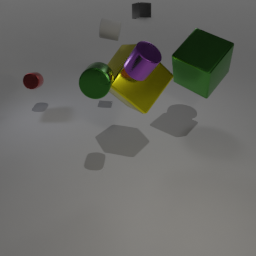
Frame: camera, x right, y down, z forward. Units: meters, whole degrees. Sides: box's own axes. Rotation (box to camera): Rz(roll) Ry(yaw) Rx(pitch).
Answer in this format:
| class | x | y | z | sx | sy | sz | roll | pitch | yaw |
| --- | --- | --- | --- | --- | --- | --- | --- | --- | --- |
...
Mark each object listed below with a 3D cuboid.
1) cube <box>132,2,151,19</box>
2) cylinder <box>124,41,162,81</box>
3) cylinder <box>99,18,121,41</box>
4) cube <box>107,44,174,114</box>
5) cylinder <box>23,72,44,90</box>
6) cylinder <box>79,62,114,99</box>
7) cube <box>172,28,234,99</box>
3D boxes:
| class | x | y | z | sx | sy | sz | roll | pitch | yaw |
| --- | --- | --- | --- | --- | --- | --- | --- | --- | --- |
| cube | 0.666 | -5.766 | 13.810 | 0.700 | 0.700 | 0.700 | -11 | 19 | -31 |
| cylinder | 0.358 | -1.640 | 6.893 | 0.700 | 0.700 | 0.700 | 15 | 54 | -22 |
| cylinder | -0.646 | -3.596 | 10.218 | 0.700 | 0.700 | 0.700 | 10 | 31 | 0 |
| cube | 0.163 | -1.454 | 8.197 | 1.400 | 1.400 | 1.400 | -54 | 27 | -1 |
| cylinder | -4.096 | -2.051 | 12.133 | 0.700 | 0.700 | 0.700 | 0 | 15 | -1 |
| cylinder | -0.708 | -1.091 | 6.387 | 0.700 | 0.700 | 0.700 | 2 | 24 | 3 |
| cube | 2.433 | -2.121 | 9.262 | 1.400 | 1.400 | 1.400 | 34 | 74 | 25 |
